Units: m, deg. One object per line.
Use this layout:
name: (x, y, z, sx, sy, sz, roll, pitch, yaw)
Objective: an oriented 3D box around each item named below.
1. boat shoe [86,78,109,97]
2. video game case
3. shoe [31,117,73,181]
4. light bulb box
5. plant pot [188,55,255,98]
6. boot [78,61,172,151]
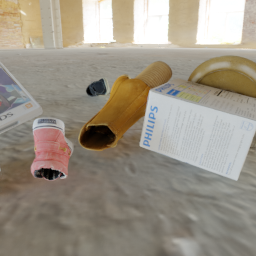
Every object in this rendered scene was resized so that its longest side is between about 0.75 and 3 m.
boat shoe: (-1.121, -1.446, 10.283, 0.506, 0.607, 1.627, -19, 7, -26)
video game case: (-3.485, -0.626, 6.233, 2.176, 0.274, 2.388, -32, 59, -30)
shoe: (-1.173, 0.475, 4.337, 0.573, 0.730, 1.604, 1, -21, -7)
light bulb box: (1.416, -0.123, 5.345, 1.788, 1.116, 1.772, 19, 23, 20)
plant pot: (2.168, -0.614, 6.188, 1.944, 1.944, 0.267, 10, 33, 27)
boot: (-0.369, -0.332, 6.445, 2.134, 1.049, 2.981, -46, 9, -24)
